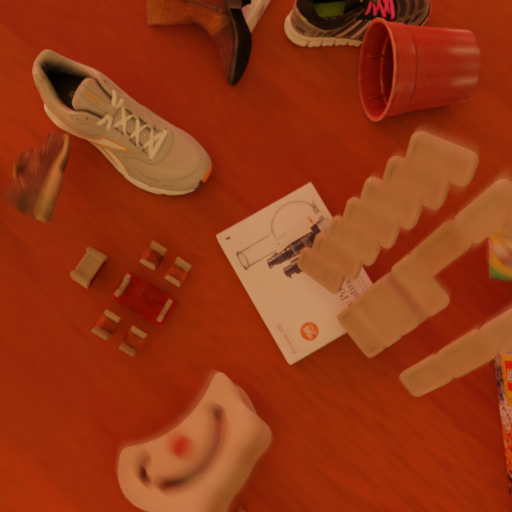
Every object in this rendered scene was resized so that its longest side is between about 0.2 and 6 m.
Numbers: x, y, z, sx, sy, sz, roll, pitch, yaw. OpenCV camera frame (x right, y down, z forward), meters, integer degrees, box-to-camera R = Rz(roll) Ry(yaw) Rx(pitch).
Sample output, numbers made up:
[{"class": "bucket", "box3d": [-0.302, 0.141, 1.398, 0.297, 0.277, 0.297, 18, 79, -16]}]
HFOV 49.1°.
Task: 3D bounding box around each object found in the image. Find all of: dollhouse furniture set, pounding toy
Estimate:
[{"class": "dollhouse furniture set", "box3d": [-2.168, 0.541, 9.336, 1.709, 0.890, 1.727, 32, 79, -5]}, {"class": "pounding toy", "box3d": [-0.952, 3.344, 8.750, 1.637, 1.642, 2.862, 26, 73, 32]}]

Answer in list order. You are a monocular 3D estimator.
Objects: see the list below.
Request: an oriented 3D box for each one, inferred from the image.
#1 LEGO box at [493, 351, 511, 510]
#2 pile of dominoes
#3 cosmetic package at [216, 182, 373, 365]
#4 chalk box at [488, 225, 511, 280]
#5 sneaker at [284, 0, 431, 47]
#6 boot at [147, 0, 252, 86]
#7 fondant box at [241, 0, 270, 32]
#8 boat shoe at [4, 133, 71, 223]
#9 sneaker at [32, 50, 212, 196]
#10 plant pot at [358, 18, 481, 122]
[{"class": "LEGO box", "box3d": [6.222, 2.519, 8.460, 4.509, 1.740, 3.358, -4, 81, -1]}, {"class": "pile of dominoes", "box3d": [2.286, 0.158, 7.458, 0.565, 3.550, 2.767, -29, 76, -39]}, {"class": "cosmetic package", "box3d": [0.728, 0.292, 9.390, 1.855, 0.636, 2.460, -30, 83, -2]}, {"class": "chalk box", "box3d": [4.593, -0.221, 8.764, 1.657, 1.031, 1.026, 3, 109, 32]}, {"class": "sneaker", "box3d": [1.834, -4.339, 9.830, 2.645, 1.157, 0.976, -4, 81, -1]}, {"class": "boot", "box3d": [-1.112, -4.072, 9.927, 1.995, 1.878, 0.683, 13, 39, 19]}, {"class": "fondant box", "box3d": [-0.602, -5.011, 10.262, 1.754, 0.511, 1.266, 30, 84, 3]}, {"class": "boat shoe", "box3d": [-3.375, -1.375, 8.734, 0.732, 2.166, 0.780, 17, 123, -22]}, {"class": "sneaker", "box3d": [-2.313, -2.170, 9.294, 3.392, 1.560, 1.284, 30, 83, 4]}, {"class": "plant pot", "box3d": [2.780, -3.167, 9.517, 1.605, 1.650, 1.650, -5, 81, -8]}]
